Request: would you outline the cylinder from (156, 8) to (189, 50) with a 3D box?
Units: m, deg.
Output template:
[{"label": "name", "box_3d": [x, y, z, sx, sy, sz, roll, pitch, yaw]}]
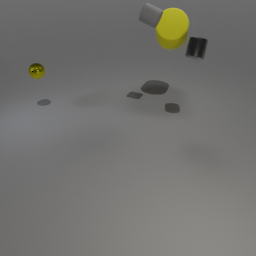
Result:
[{"label": "cylinder", "box_3d": [1.940, -4.336, 12.390, 1.400, 1.400, 1.400, 5, 0, 8]}]

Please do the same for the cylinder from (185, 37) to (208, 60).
[{"label": "cylinder", "box_3d": [2.516, -2.930, 10.310, 0.700, 0.700, 0.700, 10, 10, -2]}]

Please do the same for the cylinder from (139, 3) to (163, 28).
[{"label": "cylinder", "box_3d": [0.873, -4.271, 10.642, 0.700, 0.700, 0.700, 29, 36, 4]}]

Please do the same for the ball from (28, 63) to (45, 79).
[{"label": "ball", "box_3d": [-3.924, -2.444, 12.058, 0.700, 0.700, 0.700, 0, 31, 0]}]
